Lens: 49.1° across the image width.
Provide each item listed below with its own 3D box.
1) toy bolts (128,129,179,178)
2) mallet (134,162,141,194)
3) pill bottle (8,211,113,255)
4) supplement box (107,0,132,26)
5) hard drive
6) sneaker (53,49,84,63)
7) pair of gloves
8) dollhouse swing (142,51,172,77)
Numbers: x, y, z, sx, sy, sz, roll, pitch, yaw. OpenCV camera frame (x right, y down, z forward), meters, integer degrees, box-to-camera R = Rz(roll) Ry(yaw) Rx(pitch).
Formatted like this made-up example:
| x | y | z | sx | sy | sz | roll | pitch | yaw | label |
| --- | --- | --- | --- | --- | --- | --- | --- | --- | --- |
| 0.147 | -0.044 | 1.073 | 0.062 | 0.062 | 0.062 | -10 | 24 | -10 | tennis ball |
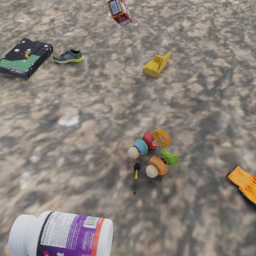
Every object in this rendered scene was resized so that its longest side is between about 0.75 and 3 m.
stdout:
| x | y | z | sx | sy | sz | roll | pitch | yaw | label |
| --- | --- | --- | --- | --- | --- | --- | --- | --- | --- |
| 0.737 | 0.809 | 10.078 | 1.181 | 1.626 | 1.702 | -36 | 40 | -19 | toy bolts |
| 0.283 | 1.807 | 9.982 | 0.237 | 0.379 | 1.150 | 8 | 65 | -1 | mallet |
| -1.856 | 3.190 | 7.940 | 2.675 | 1.490 | 1.490 | 6 | 50 | 6 | pill bottle |
| -0.279 | -4.069 | 9.840 | 0.459 | 1.072 | 0.592 | -17 | 89 | 18 | supplement box |
| -5.232 | -3.585 | 14.325 | 1.806 | 0.489 | 2.585 | 15 | 51 | 12 | hard drive |
| -3.075 | -3.754 | 14.369 | 1.573 | 0.637 | 0.581 | -7 | 50 | -6 | sneaker |
| 5.248 | 1.825 | 9.848 | 2.871 | 0.355 | 2.558 | -29 | 55 | -23 | pair of gloves |
| 1.417 | -3.299 | 13.719 | 1.092 | 1.056 | 1.201 | 27 | 56 | 21 | dollhouse swing |
